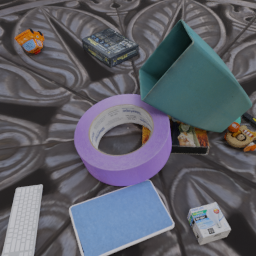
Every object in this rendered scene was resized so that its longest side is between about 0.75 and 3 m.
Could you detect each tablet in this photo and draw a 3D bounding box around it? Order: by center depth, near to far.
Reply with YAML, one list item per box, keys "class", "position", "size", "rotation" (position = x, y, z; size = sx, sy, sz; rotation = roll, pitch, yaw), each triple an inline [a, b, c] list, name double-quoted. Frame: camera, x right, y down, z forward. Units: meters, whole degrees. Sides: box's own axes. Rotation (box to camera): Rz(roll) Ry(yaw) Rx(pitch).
- class: "tablet"
  position: [-0.186, 2.263, 7.108]
  size: [2.358, 0.161, 1.534]
  rotation: [-16, 48, -16]

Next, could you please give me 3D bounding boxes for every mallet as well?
- class: "mallet"
  position: [4.493, -0.055, 9.203]
  size: [0.751, 0.469, 2.279]
  rotation: [-15, 44, -13]

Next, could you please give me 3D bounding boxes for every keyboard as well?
- class: "keyboard"
  position: [-2.593, 2.571, 6.827]
  size: [0.748, 0.142, 2.657]
  rotation: [-4, 46, -4]

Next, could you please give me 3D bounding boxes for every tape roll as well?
- class: "tape roll"
  position: [-0.126, 0.269, 8.173]
  size: [2.731, 0.896, 2.731]
  rotation: [-7, 50, 9]

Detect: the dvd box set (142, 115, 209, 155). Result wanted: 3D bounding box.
- class: "dvd box set"
  position: [1.504, -0.340, 9.426]
  size: [2.046, 0.411, 2.796]
  rotation: [3, 46, 2]

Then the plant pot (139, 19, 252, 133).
- class: "plant pot"
  position: [2.061, -1.252, 8.194]
  size: [2.824, 1.995, 1.996]
  rotation: [31, 30, -20]

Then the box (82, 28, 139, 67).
- class: "box"
  position: [-0.800, -3.644, 12.523]
  size: [1.648, 0.533, 2.089]
  rotation: [-33, 55, -29]

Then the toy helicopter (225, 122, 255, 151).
- class: "toy helicopter"
  position: [3.828, 0.302, 8.639]
  size: [1.535, 0.605, 1.015]
  rotation: [-6, 45, -3]

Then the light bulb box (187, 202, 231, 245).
- class: "light bulb box"
  position: [1.955, 2.320, 6.836]
  size: [0.744, 0.469, 0.751]
  rotation: [-12, 47, -11]

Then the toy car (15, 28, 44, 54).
- class: "toy car"
  position: [-5.032, -3.371, 12.370]
  size: [2.895, 1.420, 0.963]
  rotation: [-26, 94, -2]

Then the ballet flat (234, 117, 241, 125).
- class: "ballet flat"
  position: [3.264, -1.259, 9.913]
  size: [0.953, 0.996, 2.831]
  rotation: [-4, 46, -4]
